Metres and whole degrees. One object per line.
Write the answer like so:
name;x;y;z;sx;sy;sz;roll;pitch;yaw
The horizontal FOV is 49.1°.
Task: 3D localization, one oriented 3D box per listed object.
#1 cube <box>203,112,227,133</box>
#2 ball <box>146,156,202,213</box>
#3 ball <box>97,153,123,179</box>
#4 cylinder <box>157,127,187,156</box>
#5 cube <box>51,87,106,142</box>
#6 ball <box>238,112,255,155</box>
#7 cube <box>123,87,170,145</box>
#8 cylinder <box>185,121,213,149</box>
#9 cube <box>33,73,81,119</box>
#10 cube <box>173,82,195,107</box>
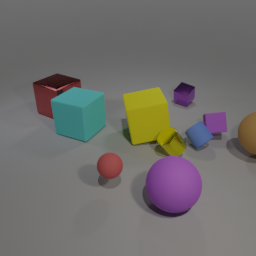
cube;3.111;-0.183;10.070;0.700;0.700;0.700;-5;-1;8
ball;1.145;1.407;7.052;1.400;1.400;1.400;0;30;0
ball;-0.484;1.007;7.486;0.700;0.700;0.700;0;30;0
cylinder;1.417;0.459;9.024;0.700;0.700;0.700;-29;34;22
cube;-1.790;-0.547;10.403;1.400;1.400;1.400;14;33;23
ball;4.178;0.161;8.747;1.400;1.400;1.400;0;30;0
cube;0.654;-0.453;9.996;1.400;1.400;1.400;-11;29;0
cylinder;2.419;0.235;9.539;0.700;0.700;0.700;-25;74;-36
cube;-2.908;-1.327;11.775;1.400;1.400;1.400;19;35;28
cube;2.520;-1.502;12.542;0.700;0.700;0.700;27;58;30
